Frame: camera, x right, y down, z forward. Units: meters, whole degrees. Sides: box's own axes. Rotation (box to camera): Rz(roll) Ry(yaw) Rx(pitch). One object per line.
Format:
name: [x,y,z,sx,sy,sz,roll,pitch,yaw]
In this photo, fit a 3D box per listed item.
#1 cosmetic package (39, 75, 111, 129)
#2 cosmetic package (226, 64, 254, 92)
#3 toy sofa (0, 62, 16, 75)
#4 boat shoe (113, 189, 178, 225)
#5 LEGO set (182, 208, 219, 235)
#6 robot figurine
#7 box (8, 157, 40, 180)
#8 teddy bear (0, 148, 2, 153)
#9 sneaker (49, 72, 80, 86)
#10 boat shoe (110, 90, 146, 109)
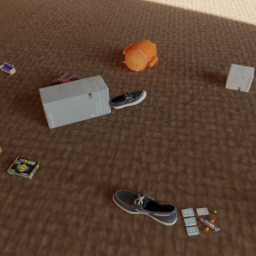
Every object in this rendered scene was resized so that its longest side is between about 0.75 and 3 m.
cosmetic package: [-2.216,-1.114,11.800,2.695,1.440,1.215,-19,48,-16]
cosmetic package: [5.366,-2.401,13.441,1.068,0.880,0.881,14,47,15]
toy sofa: [-6.230,-3.086,14.473,0.793,0.387,0.328,24,50,21]
boat shoe: [0.536,2.353,8.898,2.172,0.681,0.789,18,48,17]
LEGO set: [2.320,2.845,8.727,1.104,0.271,0.824,-5,49,-5]
robot figurine: [0.650,-3.773,14.570,1.528,1.239,2.125,52,52,-13]
box: [-3.758,1.448,10.128,0.873,0.215,0.697,13,45,13]
teddy bear: [-5.446,0.931,10.495,1.261,0.421,0.914,-16,50,-15]
sneaker: [-3.150,-2.319,13.616,1.493,0.528,0.729,-21,49,-22]
boat shoe: [-0.039,-1.259,11.563,1.563,0.518,0.546,-14,56,26]
